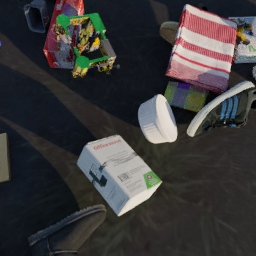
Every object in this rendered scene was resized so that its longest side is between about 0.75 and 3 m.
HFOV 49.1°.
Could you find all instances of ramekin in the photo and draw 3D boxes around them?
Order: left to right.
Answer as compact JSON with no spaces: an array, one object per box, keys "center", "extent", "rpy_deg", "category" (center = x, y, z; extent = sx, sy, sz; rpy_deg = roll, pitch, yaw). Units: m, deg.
[{"center":[0.843,-0.207,8.084],"extent":[0.662,1.422,1.422],"rpy_deg":[-19,61,26],"category":"ramekin"}]

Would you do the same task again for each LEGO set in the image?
[{"center":[-1.432,-2.556,9.219],"extent":[1.779,1.341,2.314],"rpy_deg":[-29,83,-26],"category":"LEGO set"}]

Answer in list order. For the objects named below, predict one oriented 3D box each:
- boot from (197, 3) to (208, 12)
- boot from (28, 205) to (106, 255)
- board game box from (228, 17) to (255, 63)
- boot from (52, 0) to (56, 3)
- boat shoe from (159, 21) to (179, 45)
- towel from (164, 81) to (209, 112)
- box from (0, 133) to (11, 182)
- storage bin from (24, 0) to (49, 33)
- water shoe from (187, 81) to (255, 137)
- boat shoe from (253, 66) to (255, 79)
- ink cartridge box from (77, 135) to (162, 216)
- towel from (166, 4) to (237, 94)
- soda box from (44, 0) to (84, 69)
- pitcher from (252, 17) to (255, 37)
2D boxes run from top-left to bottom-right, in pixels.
[{"center":[2.881,-4.548,10.675],"extent":[0.366,0.474,0.979],"rpy_deg":[-4,64,-2],"category":"boot"},{"center":[-1.034,3.401,6.534],"extent":[2.123,0.845,2.575],"rpy_deg":[-28,62,0],"category":"boot"},{"center":[5.060,-3.185,9.992],"extent":[2.800,0.485,1.768],"rpy_deg":[-3,65,-1],"category":"board game box"},{"center":[-3.060,-5.152,11.091],"extent":[0.751,0.278,0.616],"rpy_deg":[-36,69,-20],"category":"boot"},{"center":[1.994,-2.952,9.705],"extent":[2.198,0.814,0.730],"rpy_deg":[30,62,14],"category":"boat shoe"},{"center":[1.861,-1.008,9.038],"extent":[1.341,0.153,0.963],"rpy_deg":[14,64,15],"category":"towel"},{"center":[-4.383,1.011,8.111],"extent":[1.821,0.194,1.489],"rpy_deg":[-13,65,-6],"category":"box"},{"center":[-3.216,-4.135,10.225],"extent":[0.754,1.036,0.696],"rpy_deg":[12,55,6],"category":"storage bin"},{"center":[3.015,-0.431,8.381],"extent":[2.734,0.977,1.079],"rpy_deg":[-35,71,-15],"category":"water shoe"},{"center":[5.242,-1.424,8.959],"extent":[2.496,0.800,0.920],"rpy_deg":[40,70,18],"category":"boat shoe"},{"center":[-0.248,1.152,7.350],"extent":[1.347,0.763,1.838],"rpy_deg":[-14,54,-48],"category":"ink cartridge box"},{"center":[2.495,-2.638,9.143],"extent":[2.017,0.319,2.800],"rpy_deg":[17,72,-5],"category":"towel"},{"center":[-2.193,-3.469,9.880],"extent":[0.862,0.952,2.719],"rpy_deg":[3,64,2],"category":"soda box"},{"center":[5.032,-3.618,9.429],"extent":[1.945,1.179,1.669],"rpy_deg":[-18,38,-18],"category":"pitcher"}]
